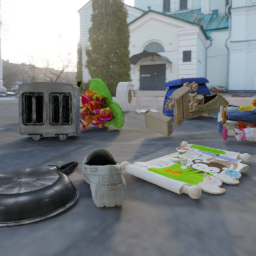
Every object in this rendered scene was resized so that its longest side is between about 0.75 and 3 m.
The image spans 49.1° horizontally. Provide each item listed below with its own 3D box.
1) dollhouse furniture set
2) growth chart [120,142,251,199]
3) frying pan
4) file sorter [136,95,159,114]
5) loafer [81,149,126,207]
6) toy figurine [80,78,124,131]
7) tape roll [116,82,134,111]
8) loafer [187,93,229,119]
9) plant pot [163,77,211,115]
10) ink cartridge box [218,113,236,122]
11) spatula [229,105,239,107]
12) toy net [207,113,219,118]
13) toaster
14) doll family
[{"bbox_3d":[1.385,-0.733,8.245,0.835,0.978,1.886,23,47,38],"label":"dollhouse furniture set"},{"bbox_3d":[1.061,0.599,4.613,1.691,0.207,2.337,8,12,40],"label":"growth chart"},{"bbox_3d":[-0.999,0.692,3.652,1.278,0.344,2.112,6,13,34],"label":"frying pan"},{"bbox_3d":[1.066,-1.343,15.841,1.069,0.960,1.541,-1,8,-6],"label":"file sorter"},{"bbox_3d":[-0.339,0.533,3.760,0.543,0.542,1.554,-2,8,-17],"label":"loafer"},{"bbox_3d":[-1.613,-0.450,9.174,2.125,1.733,2.308,-20,42,-28],"label":"toy figurine"},{"bbox_3d":[-0.165,-1.851,16.660,0.614,1.755,1.755,2,8,16],"label":"tape roll"},{"bbox_3d":[3.114,-1.024,12.108,2.378,0.802,0.904,-11,32,37],"label":"loafer"},{"bbox_3d":[2.982,-1.613,14.179,1.971,1.772,1.971,-6,4,-20],"label":"plant pot"},{"bbox_3d":[4.619,-0.375,10.872,1.420,0.499,1.747,-3,13,-23],"label":"ink cartridge box"},{"bbox_3d":[5.551,-0.706,12.723,2.479,0.255,0.701,19,10,7],"label":"spatula"},{"bbox_3d":[4.534,-0.829,13.735,1.374,0.506,2.620,1,7,8],"label":"toy net"},{"bbox_3d":[-2.033,-0.532,7.492,1.506,1.666,0.989,0,3,-4],"label":"toaster"},{"bbox_3d":[3.326,-0.290,7.447,1.593,1.156,2.566,2,8,14],"label":"doll family"}]
